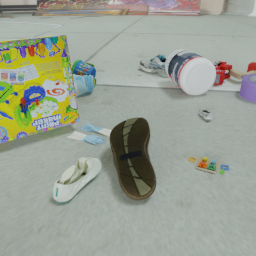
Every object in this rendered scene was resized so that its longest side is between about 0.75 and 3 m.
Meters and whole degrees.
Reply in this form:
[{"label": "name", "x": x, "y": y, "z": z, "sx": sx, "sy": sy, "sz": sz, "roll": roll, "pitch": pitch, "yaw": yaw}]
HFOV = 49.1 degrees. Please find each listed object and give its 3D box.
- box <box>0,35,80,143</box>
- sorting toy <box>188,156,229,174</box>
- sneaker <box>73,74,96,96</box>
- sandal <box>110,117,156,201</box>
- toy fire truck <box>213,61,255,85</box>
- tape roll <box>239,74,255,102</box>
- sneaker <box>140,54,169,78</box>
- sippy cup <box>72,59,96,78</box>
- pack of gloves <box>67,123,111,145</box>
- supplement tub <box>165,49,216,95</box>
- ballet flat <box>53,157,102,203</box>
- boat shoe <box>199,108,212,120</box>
[{"label": "box", "x": -3.102, "y": -1.197, "z": 8.087, "sx": 2.694, "sy": 2.595, "sz": 1.644, "roll": -17, "pitch": 22, "yaw": -30}, {"label": "sorting toy", "x": 2.001, "y": 0.885, "z": 7.001, "sx": 1.022, "sy": 0.139, "sz": 0.575, "roll": 13, "pitch": 31, "yaw": 24}, {"label": "sneaker", "x": -2.083, "y": -1.962, "z": 11.744, "sx": 1.294, "sy": 0.789, "sz": 1.983, "roll": -17, "pitch": 41, "yaw": -25}, {"label": "sandal", "x": 0.165, "y": 0.713, "z": 6.836, "sx": 1.069, "sy": 0.714, "sz": 2.615, "roll": -11, "pitch": 43, "yaw": -2}, {"label": "toy fire truck", "x": 4.803, "y": -2.536, "z": 12.921, "sx": 1.890, "sy": 0.653, "sz": 2.680, "roll": 18, "pitch": 33, "yaw": 30}, {"label": "tape roll", "x": 5.318, "y": -1.572, "z": 11.063, "sx": 1.632, "sy": 0.693, "sz": 1.632, "roll": 0, "pitch": 27, "yaw": 0}, {"label": "sneaker", "x": 1.492, "y": -3.227, "z": 13.908, "sx": 2.199, "sy": 0.949, "sz": 0.853, "roll": 25, "pitch": 37, "yaw": 38}, {"label": "sippy cup", "x": -1.977, "y": -2.545, "z": 12.774, "sx": 0.900, "sy": 1.227, "sz": 0.964, "roll": 20, "pitch": -10, "yaw": 14}, {"label": "pack of gloves", "x": -1.073, "y": 0.110, "z": 8.379, "sx": 1.167, "sy": 0.230, "sz": 0.981, "roll": 12, "pitch": 29, "yaw": 23}, {"label": "supplement tub", "x": 2.540, "y": -2.402, "z": 11.750, "sx": 1.515, "sy": 1.515, "sz": 2.159, "roll": -6, "pitch": 28, "yaw": -12}, {"label": "ballet flat", "x": -1.091, "y": 1.005, "z": 6.345, "sx": 0.578, "sy": 0.578, "sz": 1.664, "roll": 12, "pitch": 30, "yaw": 22}, {"label": "boat shoe", "x": 2.633, "y": -0.514, "z": 9.469, "sx": 0.308, "sy": 0.268, "sz": 0.836, "roll": 4, "pitch": 23, "yaw": -6}]
